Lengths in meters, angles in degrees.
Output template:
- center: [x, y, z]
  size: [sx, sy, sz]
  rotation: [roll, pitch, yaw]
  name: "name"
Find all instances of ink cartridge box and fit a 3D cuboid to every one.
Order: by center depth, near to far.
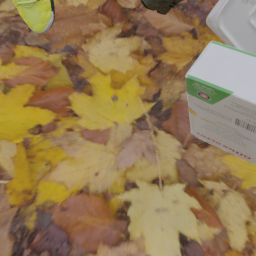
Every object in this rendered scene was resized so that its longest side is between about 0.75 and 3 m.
- center: [1.631, -0.288, 4.232]
  size: [1.276, 1.756, 0.768]
  rotation: [28, 71, 26]
  name: "ink cartridge box"

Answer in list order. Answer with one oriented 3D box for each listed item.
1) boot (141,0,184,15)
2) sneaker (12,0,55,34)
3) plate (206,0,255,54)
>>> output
- center: [0.674, -2.781, 5.592]
  size: [1.110, 1.699, 0.575]
  rotation: [-23, 76, 37]
  name: "boot"
- center: [-2.383, -3.326, 5.995]
  size: [1.008, 2.672, 1.021]
  rotation: [-4, 34, 14]
  name: "sneaker"
- center: [2.715, -2.112, 5.282]
  size: [0.375, 2.315, 2.320]
  rotation: [-25, 72, -33]
  name: "plate"
